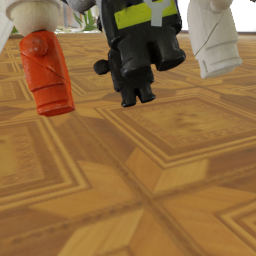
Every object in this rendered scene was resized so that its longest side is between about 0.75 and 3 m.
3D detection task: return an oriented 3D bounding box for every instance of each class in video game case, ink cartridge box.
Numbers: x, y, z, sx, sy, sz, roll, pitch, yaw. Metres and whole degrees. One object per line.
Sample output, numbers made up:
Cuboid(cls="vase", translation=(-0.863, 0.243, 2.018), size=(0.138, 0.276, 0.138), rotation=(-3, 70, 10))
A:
Cuboid(cls="video game case", translation=(-2.353, -5.145, 10.611), size=(0.181, 1.364, 1.910), rotation=(-29, -4, 18))
Cuboid(cls="ink cartridge box", translation=(-3.565, -1.853, 6.248), size=(1.729, 1.992, 0.434), rotation=(24, -4, 2))

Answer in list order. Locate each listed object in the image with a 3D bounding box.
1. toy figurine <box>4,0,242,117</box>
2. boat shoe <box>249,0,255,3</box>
Cuboid(cls="toy figurine", translation=(-0.023, -1.479, 4.119), size=(2.861, 1.990, 2.817), rotation=(-11, -4, -45))
Cuboid(cls="boat shoe", translation=(3.199, -3.692, 6.978), size=(0.820, 0.926, 2.531), rotation=(0, 31, 7))
